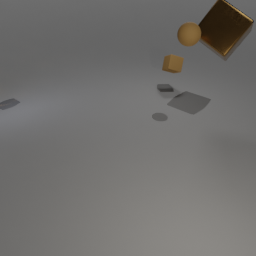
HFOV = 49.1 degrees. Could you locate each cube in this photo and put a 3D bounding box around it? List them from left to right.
[{"bbox_3d":[2.138,-3.052,13.384,0.700,0.700,0.700,10,3,-20],"label":"cube"},{"bbox_3d":[3.356,-3.420,9.895,1.400,1.400,1.400,42,19,11],"label":"cube"}]

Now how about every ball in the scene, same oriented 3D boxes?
[{"bbox_3d":[1.832,-2.807,8.393,0.700,0.700,0.700,0,31,0],"label":"ball"}]
